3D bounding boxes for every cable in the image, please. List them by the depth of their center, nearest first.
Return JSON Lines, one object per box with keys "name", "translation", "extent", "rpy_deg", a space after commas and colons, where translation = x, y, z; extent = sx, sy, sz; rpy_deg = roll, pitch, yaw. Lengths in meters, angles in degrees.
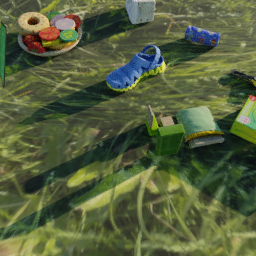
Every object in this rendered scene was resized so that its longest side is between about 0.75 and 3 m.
{"name": "cable", "translation": [4.271, -1.783, 9.743], "extent": [0.643, 0.333, 1.323], "rpy_deg": [-38, 62, -25]}

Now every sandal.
{"name": "sandal", "translation": [0.266, -2.113, 9.572], "extent": [2.389, 1.040, 0.950], "rpy_deg": [-34, 62, -21]}

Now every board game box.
{"name": "board game box", "translation": [4.439, 0.098, 8.176], "extent": [2.460, 0.586, 1.249], "rpy_deg": [29, 58, 20]}

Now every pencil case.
{"name": "pencil case", "translation": [2.933, -3.601, 10.966], "extent": [1.384, 0.540, 0.601], "rpy_deg": [19, 64, 14]}

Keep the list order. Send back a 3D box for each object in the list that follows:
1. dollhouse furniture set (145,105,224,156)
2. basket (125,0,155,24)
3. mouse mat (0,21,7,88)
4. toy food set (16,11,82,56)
{"name": "dollhouse furniture set", "translation": [1.698, -0.192, 8.092], "extent": [2.134, 1.071, 1.398], "rpy_deg": [-10, 54, -8]}
{"name": "basket", "translation": [0.500, -5.324, 11.950], "extent": [0.963, 1.058, 1.561], "rpy_deg": [-9, 54, -9]}
{"name": "mouse mat", "translation": [-3.176, -1.907, 7.093], "extent": [0.066, 1.410, 1.752], "rpy_deg": [0, 24, -29]}
{"name": "toy food set", "translation": [-3.065, -3.795, 11.060], "extent": [2.560, 0.629, 2.586], "rpy_deg": [-12, 54, -9]}
